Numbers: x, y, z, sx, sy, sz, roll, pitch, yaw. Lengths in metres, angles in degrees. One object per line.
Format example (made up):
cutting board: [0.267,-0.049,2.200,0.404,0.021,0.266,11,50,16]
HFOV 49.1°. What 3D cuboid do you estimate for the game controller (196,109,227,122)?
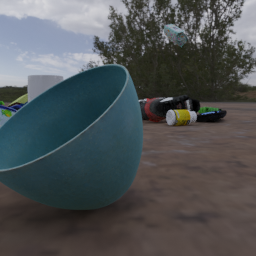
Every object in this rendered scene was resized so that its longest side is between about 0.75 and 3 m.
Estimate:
game controller: [3.163,-0.497,10.706,1.068,0.431,2.047,2,6,22]

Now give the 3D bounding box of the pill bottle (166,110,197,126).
pill bottle: [1.708,-0.331,8.917,0.886,0.498,0.498,-3,7,-20]

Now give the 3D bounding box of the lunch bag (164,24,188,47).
lunch bag: [1.655,-3.287,9.812,0.667,0.477,0.782,44,11,29]

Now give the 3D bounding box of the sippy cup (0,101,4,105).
sippy cup: [-6.559,-0.949,13.518,0.813,1.035,0.758,28,4,-29]

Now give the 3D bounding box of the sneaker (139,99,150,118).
sneaker: [0.495,-0.820,11.737,1.133,0.819,2.318,2,8,-2]

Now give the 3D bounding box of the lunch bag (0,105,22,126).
lunch bag: [-2.297,-0.036,5.312,1.263,0.805,1.074,15,-8,-32]

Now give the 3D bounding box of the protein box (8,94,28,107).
protein box: [-5.135,-1.138,13.510,0.842,0.568,0.836,-13,27,40]

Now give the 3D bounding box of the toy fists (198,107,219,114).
toy fists: [4.048,-0.845,13.904,0.607,0.409,1.191,-6,10,-40]

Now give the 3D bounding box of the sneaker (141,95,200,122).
sneaker: [1.617,-0.734,10.057,2.478,0.876,1.211,-3,-7,-34]

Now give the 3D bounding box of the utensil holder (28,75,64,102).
utensil holder: [-3.209,-1.178,11.002,1.462,1.720,1.462,-1,6,0]

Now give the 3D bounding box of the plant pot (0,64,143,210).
plant pot: [-0.366,0.168,2.281,1.234,0.831,1.234,-23,30,14]
